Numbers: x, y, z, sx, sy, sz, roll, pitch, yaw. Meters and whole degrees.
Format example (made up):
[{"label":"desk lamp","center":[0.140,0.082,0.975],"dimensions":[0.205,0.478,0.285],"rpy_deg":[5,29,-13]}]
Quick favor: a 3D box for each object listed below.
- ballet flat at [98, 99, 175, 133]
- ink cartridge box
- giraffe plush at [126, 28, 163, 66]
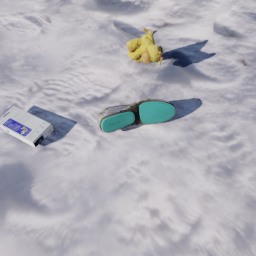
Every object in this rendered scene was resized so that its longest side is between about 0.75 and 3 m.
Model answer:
[{"label":"ballet flat","center":[0.209,-0.480,8.389],"dimensions":[2.392,0.860,0.860],"rpy_deg":[-12,53,-15]},{"label":"ink cartridge box","center":[-3.096,-0.071,8.321],"dimensions":[1.608,0.315,0.800],"rpy_deg":[25,57,21]},{"label":"giraffe plush","center":[0.723,-2.600,9.531],"dimensions":[1.309,1.130,1.062],"rpy_deg":[-43,55,21]}]
